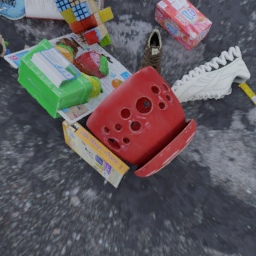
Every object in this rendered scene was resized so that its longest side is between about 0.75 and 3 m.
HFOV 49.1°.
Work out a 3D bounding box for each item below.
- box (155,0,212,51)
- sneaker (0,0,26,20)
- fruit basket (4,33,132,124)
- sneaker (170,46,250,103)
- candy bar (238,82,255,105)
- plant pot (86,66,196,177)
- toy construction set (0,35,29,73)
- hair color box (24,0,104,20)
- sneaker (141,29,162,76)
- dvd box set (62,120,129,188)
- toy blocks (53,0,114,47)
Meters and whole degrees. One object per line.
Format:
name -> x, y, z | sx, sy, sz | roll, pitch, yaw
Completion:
box -> 1.746, -3.461, 9.041 | 0.856, 0.789, 1.667 | -42, 79, -10
sneaker -> -4.097, -4.064, 9.209 | 1.707, 0.768, 0.669 | 2, 76, 1
fruit basket -> -1.451, -1.738, 8.113 | 2.778, 1.406, 2.999 | 45, 55, 11
sneaker -> 2.374, -1.308, 8.414 | 2.919, 1.097, 1.183 | -31, 86, -7
candy bar -> 3.847, -1.043, 8.777 | 0.235, 0.104, 0.942 | -34, 79, -4
plant pot -> 0.453, -0.091, 7.443 | 2.356, 2.356, 2.145 | -43, 88, -10
toy construction set -> -3.992, -2.530, 8.682 | 1.768, 1.474, 1.358 | 5, 62, -20
hair color box -> -2.013, -4.122, 8.958 | 2.420, 0.741, 1.228 | 5, 116, 1
sneaker -> 0.737, -2.195, 8.760 | 0.658, 0.706, 1.869 | 2, 75, 1
dvd box set -> -0.910, 0.712, 7.613 | 2.051, 1.501, 0.302 | 40, 66, 10
toy blocks -> -1.383, -3.411, 7.797 | 1.371, 1.875, 2.743 | -18, 114, 13
